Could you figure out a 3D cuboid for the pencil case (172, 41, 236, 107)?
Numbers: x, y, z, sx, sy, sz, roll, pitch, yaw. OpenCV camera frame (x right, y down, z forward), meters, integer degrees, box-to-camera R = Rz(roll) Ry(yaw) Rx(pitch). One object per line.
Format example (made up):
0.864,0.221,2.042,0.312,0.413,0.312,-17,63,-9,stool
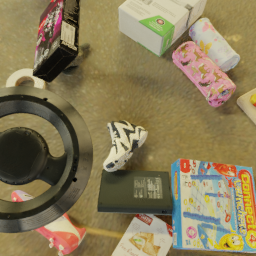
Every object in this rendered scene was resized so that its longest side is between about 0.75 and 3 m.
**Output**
2.546,-1.869,9.548,1.042,0.997,2.408,-6,55,-52,pencil case

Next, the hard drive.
0.194,1.768,7.940,2.003,0.329,1.398,2,37,1,hard drive

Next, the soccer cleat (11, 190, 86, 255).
-2.258,2.487,7.805,2.395,0.799,0.916,34,40,19,soccer cleat

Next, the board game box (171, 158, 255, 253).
2.361,2.115,7.646,2.258,0.644,2.306,8,66,-12,board game box

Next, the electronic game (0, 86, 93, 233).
-1.924,0.494,4.973,2.600,0.541,2.600,1,77,-6,electronic game

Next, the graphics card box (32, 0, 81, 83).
-1.966,-2.634,7.790,0.610,1.505,2.399,20,56,-38,graphics card box

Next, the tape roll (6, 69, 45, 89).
-3.565,-1.467,9.755,1.328,0.243,1.328,0,66,1,tape roll

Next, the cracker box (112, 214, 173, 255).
0.376,3.231,7.495,1.207,0.520,1.802,30,69,12,cracker box

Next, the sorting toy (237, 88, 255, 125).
4.807,-0.771,9.407,1.702,0.310,1.575,-29,69,-12,sorting toy

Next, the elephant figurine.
-2.062,-2.468,9.804,1.728,1.223,1.341,-3,94,-18,elephant figurine

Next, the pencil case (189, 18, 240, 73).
3.093,-2.980,10.092,0.958,0.878,2.113,-20,67,-27,pencil case

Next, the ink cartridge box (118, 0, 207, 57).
1.333,-4.399,10.535,2.083,1.200,2.855,39,71,16,ink cartridge box

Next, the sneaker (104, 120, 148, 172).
-0.382,0.412,8.585,1.212,0.743,1.862,34,62,20,sneaker
